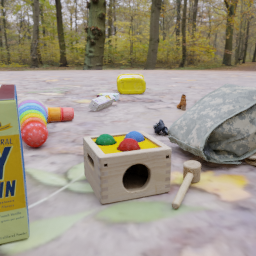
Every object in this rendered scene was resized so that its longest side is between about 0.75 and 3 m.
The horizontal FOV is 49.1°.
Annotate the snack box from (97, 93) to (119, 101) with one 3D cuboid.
[{"bbox_3d":[-1.032,-1.615,14.496,1.001,0.339,0.844,4,14,9],"label":"snack box"}]

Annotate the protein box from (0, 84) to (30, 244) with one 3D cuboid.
[{"bbox_3d":[-2.068,0.368,3.823,1.199,1.764,1.777,-5,15,-20],"label":"protein box"}]

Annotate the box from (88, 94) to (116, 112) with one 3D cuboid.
[{"bbox_3d":[-1.102,-1.134,12.248,0.384,0.411,1.982,36,23,7],"label":"box"}]

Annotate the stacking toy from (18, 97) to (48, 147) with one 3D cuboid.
[{"bbox_3d":[-2.604,-0.146,7.706,1.002,1.002,2.346,-6,20,-22],"label":"stacking toy"}]

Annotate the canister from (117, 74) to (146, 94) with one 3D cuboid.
[{"bbox_3d":[0.191,-2.780,17.633,1.855,1.081,2.497,0,16,-1],"label":"canister"}]

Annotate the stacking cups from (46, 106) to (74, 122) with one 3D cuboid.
[{"bbox_3d":[-2.931,-0.414,9.465,2.161,0.654,0.654,0,14,-18],"label":"stacking cups"}]

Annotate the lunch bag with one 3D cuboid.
[{"bbox_3d":[2.079,-0.019,6.305,2.088,1.228,1.712,-30,18,-8],"label":"lunch bag"}]

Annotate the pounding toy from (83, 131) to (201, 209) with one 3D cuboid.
[{"bbox_3d":[0.379,0.584,4.760,1.953,0.893,1.715,-6,15,-20],"label":"pounding toy"}]

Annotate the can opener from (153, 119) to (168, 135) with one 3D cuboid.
[{"bbox_3d":[0.944,-0.030,8.444,0.384,0.476,1.212,-38,8,8],"label":"can opener"}]

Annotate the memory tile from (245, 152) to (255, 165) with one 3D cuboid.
[{"bbox_3d":[3.508,0.034,6.532,1.898,0.208,2.476,-16,19,19],"label":"memory tile"}]

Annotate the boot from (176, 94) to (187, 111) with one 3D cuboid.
[{"bbox_3d":[2.291,-1.130,11.965,0.320,0.648,0.834,-1,14,-2],"label":"boot"}]
